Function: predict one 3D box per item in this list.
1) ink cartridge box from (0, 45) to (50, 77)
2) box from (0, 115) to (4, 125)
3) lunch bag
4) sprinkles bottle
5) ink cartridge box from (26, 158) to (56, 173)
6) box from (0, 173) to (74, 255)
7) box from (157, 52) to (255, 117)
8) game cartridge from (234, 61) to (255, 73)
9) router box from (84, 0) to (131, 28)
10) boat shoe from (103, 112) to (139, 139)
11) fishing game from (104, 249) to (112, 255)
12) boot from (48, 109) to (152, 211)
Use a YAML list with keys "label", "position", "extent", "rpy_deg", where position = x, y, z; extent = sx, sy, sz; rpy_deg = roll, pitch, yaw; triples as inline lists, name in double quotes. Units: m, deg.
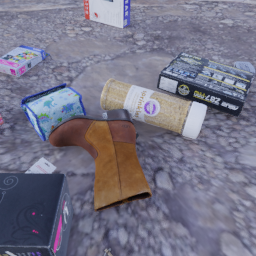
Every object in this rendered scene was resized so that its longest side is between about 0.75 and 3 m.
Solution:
- label: "ink cartridge box"
  position: [-3.930, -2.602, 10.464]
  extent: [1.130, 0.397, 1.894]
  rpy_deg: [17, 42, 18]
- label: "box"
  position: [-4.021, -0.132, 7.526]
  extent: [0.555, 0.512, 1.083]
  rpy_deg: [22, 46, 23]
- label: "lunch bag"
  position: [-2.097, -0.577, 7.735]
  extent: [1.377, 1.032, 1.620]
  rpy_deg: [-25, 34, -23]
- label: "sprinkles bottle"
  position: [0.650, -0.542, 7.475]
  extent: [2.705, 0.923, 0.923]
  rpy_deg: [18, 44, 12]
- label: "ink cartridge box"
  position: [-1.977, 1.072, 6.106]
  extent: [0.449, 0.262, 0.774]
  rpy_deg: [34, 56, 12]
- label: "box"
  position: [-2.261, 1.681, 4.914]
  extent: [2.322, 1.231, 1.419]
  rpy_deg: [0, 42, -1]
- label: "box"
  position: [2.456, -1.485, 8.730]
  extent: [2.562, 0.629, 2.065]
  rpy_deg: [22, 42, 17]
- label: "game cartridge"
  position: [4.194, -2.090, 10.026]
  extent: [0.618, 0.190, 0.928]
  rpy_deg: [2, 41, 7]
- label: "router box"
  position: [-0.998, -6.160, 12.807]
  extent: [2.323, 2.588, 0.632]
  rpy_deg: [23, 45, 24]
- label: "boat shoe"
  position: [-0.210, -0.034, 7.503]
  extent: [0.350, 0.424, 1.237]
  rpy_deg: [-32, 58, -24]
- label: "fishing game"
  position: [-0.699, 2.811, 4.375]
  extent: [1.815, 0.282, 1.300]
  rpy_deg: [-27, 45, -27]
- label: "boot"
  position: [-0.760, 0.804, 6.499]
  extent: [2.219, 0.807, 2.357]
  rpy_deg: [-9, 55, -4]
